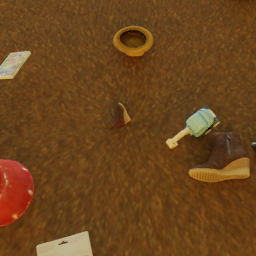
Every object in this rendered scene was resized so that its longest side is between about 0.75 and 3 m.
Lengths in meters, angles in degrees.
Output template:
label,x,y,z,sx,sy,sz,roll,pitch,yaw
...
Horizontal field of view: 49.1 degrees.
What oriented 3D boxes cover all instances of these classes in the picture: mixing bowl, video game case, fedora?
label,x,y,z,sx,sy,sz,roll,pitch,yaw
mixing bowl,-3.770,1.669,7.820,1.997,1.081,1.997,0,64,-1
video game case,-3.661,-1.979,8.814,0.839,0.106,1.172,3,53,25
fedora,0.200,-3.085,10.301,1.501,0.612,1.501,-3,59,5

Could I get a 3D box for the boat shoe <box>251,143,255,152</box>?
label,x,y,z,sx,sy,sz,roll,pitch,yaw
boat shoe,4.120,0.829,8.621,0.300,0.318,0.886,-31,71,-18

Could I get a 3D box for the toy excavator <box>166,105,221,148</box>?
label,x,y,z,sx,sy,sz,roll,pitch,yaw
toy excavator,1.966,0.007,8.735,1.398,1.359,0.698,-16,63,-38

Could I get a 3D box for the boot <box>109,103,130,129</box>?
label,x,y,z,sx,sy,sz,roll,pitch,yaw
boot,-0.358,-0.414,9.225,0.648,0.282,0.779,-26,71,-13

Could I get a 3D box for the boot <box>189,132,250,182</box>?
label,x,y,z,sx,sy,sz,roll,pitch,yaw
boot,2.702,0.840,8.574,1.822,0.659,1.516,-1,53,1

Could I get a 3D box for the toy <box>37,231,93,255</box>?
label,x,y,z,sx,sy,sz,roll,pitch,yaw
toy,-1.404,3.987,7.017,1.343,0.551,2.333,-13,65,-9
